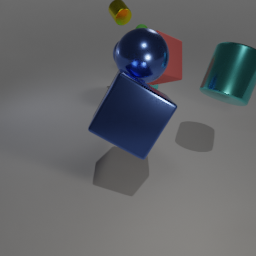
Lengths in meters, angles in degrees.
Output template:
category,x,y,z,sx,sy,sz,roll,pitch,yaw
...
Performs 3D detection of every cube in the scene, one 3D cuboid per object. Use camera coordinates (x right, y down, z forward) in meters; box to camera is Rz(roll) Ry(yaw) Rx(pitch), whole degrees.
category,x,y,z,sx,sy,sz,roll,pitch,yaw
cube,0.944,-2.385,9.851,1.400,1.400,1.400,4,-4,-44
cube,0.076,-0.373,6.447,1.400,1.400,1.400,29,13,-9

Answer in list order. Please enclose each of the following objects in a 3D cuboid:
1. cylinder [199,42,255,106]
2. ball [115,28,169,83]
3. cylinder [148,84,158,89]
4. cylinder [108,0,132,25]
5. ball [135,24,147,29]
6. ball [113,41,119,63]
category,x,y,z,sx,sy,sz,roll,pitch,yaw
cylinder,2.947,-1.506,7.982,1.400,1.400,1.400,21,3,-1
ball,0.366,-1.851,7.252,1.400,1.400,1.400,0,33,0
cylinder,0.855,-1.834,11.290,0.700,0.700,0.700,1,35,1
cylinder,-0.307,-4.430,10.735,0.700,0.700,0.700,-15,56,-21
ball,0.703,-5.010,14.497,0.700,0.700,0.700,0,33,0
ball,0.007,-3.368,12.736,1.400,1.400,1.400,0,33,0
